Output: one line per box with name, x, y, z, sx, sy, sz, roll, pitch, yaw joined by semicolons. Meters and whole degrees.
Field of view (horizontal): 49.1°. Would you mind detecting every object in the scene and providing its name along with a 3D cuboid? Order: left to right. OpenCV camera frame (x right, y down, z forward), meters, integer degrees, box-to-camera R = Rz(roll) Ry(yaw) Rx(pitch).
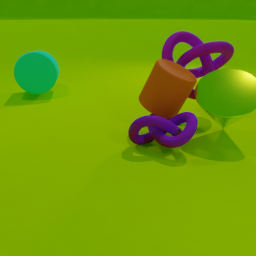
cylinder;-3.049;-1.914;9.506;1.333;1.333;1.333;-4;18;-10
knot shape;0.801;0.003;6.087;1.448;0.669;1.355;-2;6;18
cylinder;0.885;-0.886;6.370;1.003;1.003;1.003;20;31;-12
knot shape;1.771;-1.586;7.477;1.858;1.739;0.859;6;36;3
cone;2.252;-0.381;6.466;1.380;1.386;1.380;-7;53;9
